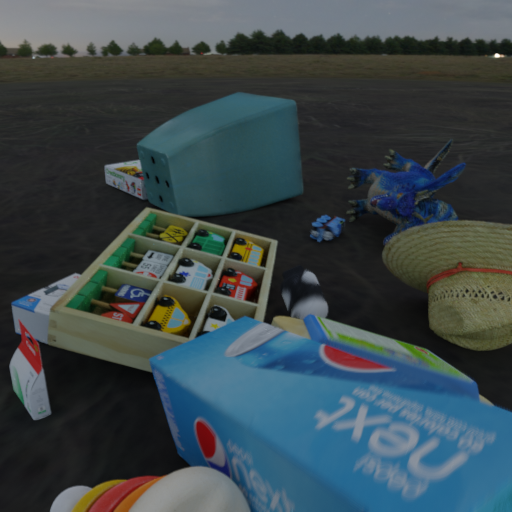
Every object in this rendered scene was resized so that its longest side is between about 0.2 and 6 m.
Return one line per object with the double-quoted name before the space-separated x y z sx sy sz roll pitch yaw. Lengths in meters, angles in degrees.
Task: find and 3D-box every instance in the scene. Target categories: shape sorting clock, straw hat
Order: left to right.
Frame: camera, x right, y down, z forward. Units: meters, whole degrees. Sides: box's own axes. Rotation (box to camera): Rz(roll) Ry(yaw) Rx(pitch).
"shape sorting clock" 1.305 1.173 6.032 2.443 0.479 2.443 16 1 0
"straw hat" 2.928 0.619 7.414 2.665 2.665 1.128 7 66 17

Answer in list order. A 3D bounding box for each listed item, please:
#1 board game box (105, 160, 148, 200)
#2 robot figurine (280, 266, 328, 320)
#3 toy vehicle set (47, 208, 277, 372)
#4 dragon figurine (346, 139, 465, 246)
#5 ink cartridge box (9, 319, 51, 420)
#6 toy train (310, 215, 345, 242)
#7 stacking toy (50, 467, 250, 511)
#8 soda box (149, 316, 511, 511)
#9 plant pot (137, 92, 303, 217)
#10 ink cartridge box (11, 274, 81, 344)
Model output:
"board game box" -2.145 -2.278 15.303 3.309 0.573 2.089 -17 27 -36
"robot figurine" 0.661 0.588 7.961 0.677 0.562 0.901 9 46 -35
"toy vehicle set" -1.039 0.387 8.222 2.434 0.519 3.917 14 23 0
"dragon figurine" 3.583 -1.340 11.931 4.810 1.415 2.391 -20 30 -38
"ink cartridge box" -2.572 1.261 6.258 0.229 0.913 0.735 -18 28 -34
"toy train" 1.455 -0.551 11.407 0.510 0.387 0.893 17 27 23
"stacking toy" -1.011 2.162 4.234 1.789 1.307 1.307 -7 13 42
"soda box" 0.437 1.461 4.335 1.181 1.117 3.482 -21 17 -28
"plant pot" -0.922 -2.254 13.246 3.284 2.320 2.321 -25 32 -31
"ink cartridge box" -2.690 0.753 8.017 0.886 0.519 1.209 11 25 26
